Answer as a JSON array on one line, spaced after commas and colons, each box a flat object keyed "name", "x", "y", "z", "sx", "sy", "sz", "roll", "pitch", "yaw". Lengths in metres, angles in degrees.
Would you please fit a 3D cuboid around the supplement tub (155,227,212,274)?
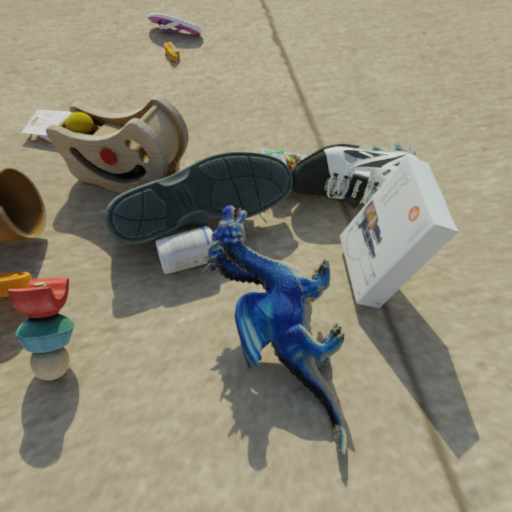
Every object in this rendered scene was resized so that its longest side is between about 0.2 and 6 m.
[{"name": "supplement tub", "x": -1.188, "y": -0.100, "z": 9.626, "sx": 0.956, "sy": 0.631, "sz": 0.631, "roll": -14, "pitch": 51, "yaw": -12}]

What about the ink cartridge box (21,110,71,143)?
[{"name": "ink cartridge box", "x": -4.399, "y": -2.807, "z": 12.200, "sx": 1.098, "sy": 0.275, "sz": 0.883, "roll": 5, "pitch": 50, "yaw": 10}]

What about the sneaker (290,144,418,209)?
[{"name": "sneaker", "x": 1.979, "y": -1.400, "z": 10.469, "sx": 2.718, "sy": 1.007, "sz": 1.203, "roll": -9, "pitch": 52, "yaw": -11}]

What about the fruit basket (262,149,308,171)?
[{"name": "fruit basket", "x": 0.677, "y": -1.693, "z": 10.993, "sx": 1.056, "sy": 0.495, "sz": 0.978, "roll": 1, "pitch": 59, "yaw": -19}]

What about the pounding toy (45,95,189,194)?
[{"name": "pounding toy", "x": -2.445, "y": -1.757, "z": 10.213, "sx": 3.282, "sy": 1.876, "sz": 1.883, "roll": 18, "pitch": 52, "yaw": 15}]

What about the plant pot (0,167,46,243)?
[{"name": "plant pot", "x": -4.634, "y": -0.712, "z": 9.750, "sx": 1.366, "sy": 1.273, "sz": 1.273, "roll": -18, "pitch": 49, "yaw": 12}]

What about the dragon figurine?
[{"name": "dragon figurine", "x": 0.238, "y": 1.053, "z": 8.174, "sx": 1.817, "sy": 1.076, "sz": 3.655, "roll": -7, "pitch": 78, "yaw": -7}]

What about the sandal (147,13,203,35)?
[{"name": "sandal", "x": -2.205, "y": -6.069, "z": 14.842, "sx": 1.604, "sy": 0.653, "sz": 0.394, "roll": 18, "pitch": 92, "yaw": 14}]

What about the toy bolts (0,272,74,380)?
[{"name": "toy bolts", "x": -3.677, "y": 1.117, "z": 8.501, "sx": 2.116, "sy": 1.468, "sz": 2.021, "roll": -3, "pitch": 8, "yaw": 10}]

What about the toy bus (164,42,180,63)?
[{"name": "toy bus", "x": -2.134, "y": -5.158, "z": 14.208, "sx": 0.262, "sy": 0.218, "sz": 0.670, "roll": -22, "pitch": 53, "yaw": -19}]

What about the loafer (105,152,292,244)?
[{"name": "loafer", "x": -1.052, "y": -1.073, "z": 10.063, "sx": 3.390, "sy": 1.066, "sz": 1.218, "roll": -17, "pitch": 96, "yaw": -16}]

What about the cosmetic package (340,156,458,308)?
[{"name": "cosmetic package", "x": 2.170, "y": -0.343, "z": 8.929, "sx": 0.516, "sy": 1.996, "sz": 1.505, "roll": 12, "pitch": 46, "yaw": -24}]
